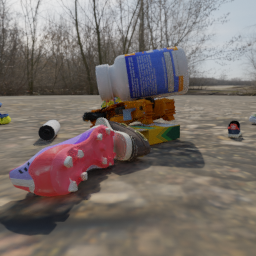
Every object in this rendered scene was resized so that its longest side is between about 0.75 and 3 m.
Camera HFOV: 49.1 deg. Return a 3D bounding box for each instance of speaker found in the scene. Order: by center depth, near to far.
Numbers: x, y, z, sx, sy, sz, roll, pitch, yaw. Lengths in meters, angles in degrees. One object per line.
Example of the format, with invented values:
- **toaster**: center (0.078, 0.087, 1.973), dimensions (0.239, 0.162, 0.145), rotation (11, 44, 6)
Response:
- **speaker**: center (-2.202, 0.048, 7.907), dimensions (0.453, 0.453, 1.115), rotation (-1, 9, -7)

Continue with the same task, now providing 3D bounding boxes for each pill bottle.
- **pill bottle**: center (0.408, -1.576, 8.621), dimensions (2.659, 1.490, 1.490), rotation (-8, 8, 1)

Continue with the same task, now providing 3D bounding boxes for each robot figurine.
- **robot figurine**: center (-0.081, -0.361, 8.347), dimensions (1.992, 0.800, 2.748), rotation (-9, -1, -45)

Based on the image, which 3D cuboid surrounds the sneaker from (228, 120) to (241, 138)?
- **sneaker**: center (3.163, -0.009, 8.299), dimensions (0.404, 0.456, 1.079), rotation (3, 8, 19)

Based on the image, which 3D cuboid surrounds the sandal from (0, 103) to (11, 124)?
- **sandal**: center (-5.590, -0.561, 10.742), dimensions (1.992, 0.867, 0.792), rotation (-5, 12, -21)

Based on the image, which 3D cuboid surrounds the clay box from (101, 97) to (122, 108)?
- **clay box**: center (-0.430, -1.098, 10.611), dimensions (0.674, 1.174, 0.279), rotation (16, 33, -43)

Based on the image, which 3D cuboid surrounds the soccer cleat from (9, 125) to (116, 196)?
- **soccer cleat**: center (-0.837, 0.428, 4.473), dimensions (0.891, 0.777, 2.329), rotation (-2, 10, 15)

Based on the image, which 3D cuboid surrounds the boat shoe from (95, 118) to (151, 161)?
- **boat shoe**: center (-0.209, 0.212, 6.085), dimensions (0.586, 0.707, 1.969), rotation (2, 11, -26)

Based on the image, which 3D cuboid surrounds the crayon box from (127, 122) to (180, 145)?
- **crayon box**: center (0.522, 0.133, 7.468), dimensions (1.598, 0.412, 1.005), rotation (-7, 11, -45)

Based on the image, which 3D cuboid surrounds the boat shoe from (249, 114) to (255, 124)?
- **boat shoe**: center (5.659, -0.421, 10.406), dimensions (2.104, 0.653, 0.757), rotation (5, 10, 31)
